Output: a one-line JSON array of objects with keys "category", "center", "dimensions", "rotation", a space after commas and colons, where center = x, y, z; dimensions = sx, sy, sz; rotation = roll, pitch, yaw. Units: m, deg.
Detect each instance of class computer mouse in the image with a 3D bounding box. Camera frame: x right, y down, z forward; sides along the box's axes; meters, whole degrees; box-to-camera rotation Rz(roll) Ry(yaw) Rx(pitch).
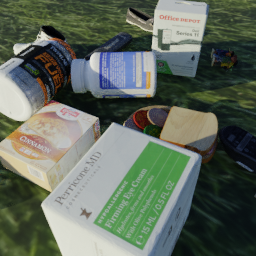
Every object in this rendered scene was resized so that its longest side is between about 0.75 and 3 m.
[{"category": "computer mouse", "center": [3.280, 1.100, 7.094], "dimensions": [2.623, 0.604, 1.841], "rotation": [32, 48, 16]}]

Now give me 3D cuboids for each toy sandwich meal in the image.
[{"category": "toy sandwich meal", "center": [1.160, 0.093, 7.679], "dimensions": [2.653, 0.908, 2.653], "rotation": [4, 48, -4]}]

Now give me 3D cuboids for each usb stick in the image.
[{"category": "usb stick", "center": [-0.770, -3.336, 11.835], "dimensions": [0.784, 0.461, 2.826], "rotation": [23, 48, 23]}]

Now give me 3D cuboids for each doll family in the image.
[{"category": "doll family", "center": [3.858, -2.759, 11.083], "dimensions": [1.040, 0.706, 1.798], "rotation": [4, 40, 12]}]

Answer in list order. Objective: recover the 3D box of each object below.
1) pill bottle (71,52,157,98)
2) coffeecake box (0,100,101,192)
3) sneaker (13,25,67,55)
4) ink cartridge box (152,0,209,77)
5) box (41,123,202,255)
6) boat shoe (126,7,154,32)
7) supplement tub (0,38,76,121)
[{"category": "pill bottle", "center": [-0.458, -1.772, 9.406], "dimensions": [2.721, 1.525, 1.525], "rotation": [0, 43, 0]}, {"category": "coffeecake box", "center": [-2.069, 0.378, 7.645], "dimensions": [1.710, 0.814, 2.228], "rotation": [21, 47, 20]}, {"category": "sneaker", "center": [-3.536, -3.497, 11.269], "dimensions": [2.543, 1.463, 0.960], "rotation": [10, 44, 11]}, {"category": "ink cartridge box", "center": [1.823, -3.253, 10.288], "dimensions": [1.798, 2.453, 1.019], "rotation": [9, 44, 10]}, {"category": "box", "center": [0.013, 1.581, 5.322], "dimensions": [1.926, 2.248, 2.237], "rotation": [20, 48, 22]}, {"category": "boat shoe", "center": [0.836, -5.333, 13.796], "dimensions": [2.331, 0.664, 0.779], "rotation": [30, 51, 28]}, {"category": "supplement tub", "center": [-3.004, -1.711, 9.168], "dimensions": [1.762, 1.762, 2.875], "rotation": [16, 46, 16]}]
